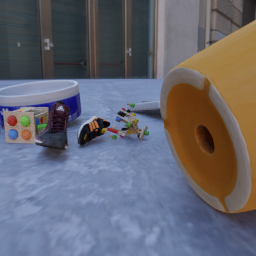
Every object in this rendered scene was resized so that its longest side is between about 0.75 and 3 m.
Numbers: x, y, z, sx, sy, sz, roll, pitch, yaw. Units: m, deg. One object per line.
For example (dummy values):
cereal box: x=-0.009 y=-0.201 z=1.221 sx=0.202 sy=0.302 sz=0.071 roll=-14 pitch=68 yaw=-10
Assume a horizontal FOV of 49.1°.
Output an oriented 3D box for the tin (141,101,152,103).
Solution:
tin: x=1.132 y=-1.068 z=12.769 sx=1.208 sy=0.253 sz=0.676 roll=12 pitch=21 yaw=44

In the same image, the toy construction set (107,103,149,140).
toy construction set: x=0.073 y=0.001 z=6.759 sx=0.777 sy=0.844 sz=1.011 roll=19 pitch=32 yaw=22

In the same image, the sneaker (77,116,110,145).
sneaker: x=-0.778 y=0.054 z=6.577 sx=0.510 sy=0.396 sz=1.133 roll=10 pitch=29 yaw=13

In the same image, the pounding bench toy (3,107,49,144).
pounding bench toy: x=-2.254 y=-0.073 z=6.836 sx=1.203 sy=0.747 sz=0.938 roll=2 pitch=12 yaw=8

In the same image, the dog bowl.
dog bowl: x=-2.785 y=-0.797 z=8.809 sx=2.570 sy=1.012 sz=2.570 roll=-5 pitch=18 yaw=2

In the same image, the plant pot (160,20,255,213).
plant pot: x=1.999 y=-0.267 z=3.660 sx=2.663 sy=2.909 sz=2.909 roll=-20 pitch=17 yaw=-14

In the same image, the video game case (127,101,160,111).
video game case: x=1.571 y=-0.889 z=10.841 sx=2.397 sy=0.289 sz=2.629 roll=-5 pitch=3 yaw=-23

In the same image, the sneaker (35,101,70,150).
sneaker: x=-1.523 y=-0.106 z=5.869 sx=0.636 sy=0.971 sz=1.681 roll=12 pitch=1 yaw=-17
